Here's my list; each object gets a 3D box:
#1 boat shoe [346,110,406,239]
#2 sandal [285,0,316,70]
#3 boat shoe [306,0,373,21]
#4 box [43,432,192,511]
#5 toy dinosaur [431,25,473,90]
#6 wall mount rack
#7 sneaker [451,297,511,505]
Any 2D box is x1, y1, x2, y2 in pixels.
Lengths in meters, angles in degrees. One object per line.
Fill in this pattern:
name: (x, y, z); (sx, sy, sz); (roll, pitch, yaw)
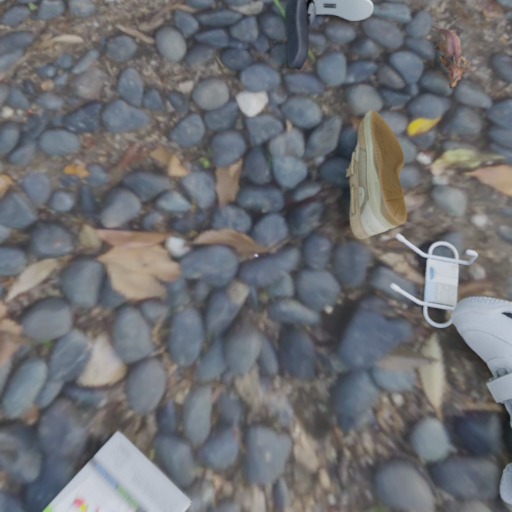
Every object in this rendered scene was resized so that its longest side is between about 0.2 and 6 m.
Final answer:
boat shoe: (2.049, -1.561, 10.195); (1.025, 0.928, 2.876); (37, 42, -28)
sandal: (0.986, -5.029, 12.150); (0.490, 0.870, 2.287); (7, 73, -17)
boat shoe: (1.836, -5.702, 12.558); (1.582, 0.559, 0.504); (10, 51, 5)
box: (-2.132, 3.774, 7.956); (1.516, 0.400, 1.945); (38, 70, 17)
toy dinosaur: (4.026, -4.185, 11.488); (0.574, 0.907, 1.338); (-20, 105, 19)
wall mount rack: (2.990, 0.320, 9.544); (1.435, 0.616, 1.652); (10, 63, 5)
sneaker: (4.030, 2.321, 8.114); (3.638, 1.367, 2.091); (43, 68, 15)
